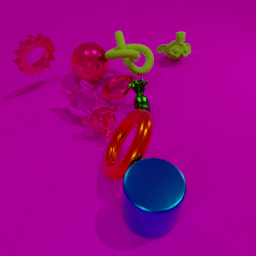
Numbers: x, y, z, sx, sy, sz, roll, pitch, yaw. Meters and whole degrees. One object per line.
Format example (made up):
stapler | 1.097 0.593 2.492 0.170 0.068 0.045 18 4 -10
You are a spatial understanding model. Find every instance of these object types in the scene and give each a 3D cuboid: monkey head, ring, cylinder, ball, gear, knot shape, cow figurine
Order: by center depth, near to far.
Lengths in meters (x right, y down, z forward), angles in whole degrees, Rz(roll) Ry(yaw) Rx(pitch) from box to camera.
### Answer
cylinder | 0.522 1.523 6.076 1.293 1.293 1.293 1 47 -1
ring | -0.032 0.396 6.964 0.388 1.942 1.942 29 42 -19
monkey head | -0.710 -0.186 7.993 1.231 0.741 0.885 -23 32 0
monkey head | -1.410 -0.866 8.519 1.663 1.196 1.002 42 77 15
cow figurine | 0.397 -0.879 8.612 0.624 1.118 1.137 -10 43 3
gear | -3.017 -2.367 9.131 1.401 1.401 0.259 -35 63 -30
knot shape | -0.055 -2.508 9.449 1.742 0.805 1.631 43 34 12
ring | -0.327 -1.386 9.466 1.234 0.247 1.234 -19 38 16
ball | -1.342 -2.320 9.885 1.385 1.385 1.385 0 45 0
monkey head | 1.904 -3.197 10.887 1.477 1.062 0.890 -7 24 -14
